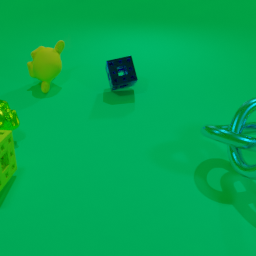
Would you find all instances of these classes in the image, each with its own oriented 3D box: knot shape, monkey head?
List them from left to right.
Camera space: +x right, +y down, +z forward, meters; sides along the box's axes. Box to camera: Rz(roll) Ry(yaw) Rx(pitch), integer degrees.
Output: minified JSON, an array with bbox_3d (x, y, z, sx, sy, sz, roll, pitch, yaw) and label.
[{"bbox_3d":[-3.429,-0.115,7.213,1.626,1.170,0.980,45,54,3],"label":"monkey head"},{"bbox_3d":[-2.732,-2.142,9.780,1.123,1.864,1.341,20,1,25],"label":"monkey head"},{"bbox_3d":[2.471,0.141,6.048,1.784,0.881,1.906,7,46,31],"label":"knot shape"}]

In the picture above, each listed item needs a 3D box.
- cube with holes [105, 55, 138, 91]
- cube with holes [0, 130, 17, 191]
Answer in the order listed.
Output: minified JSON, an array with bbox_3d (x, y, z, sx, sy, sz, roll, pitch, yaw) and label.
[{"bbox_3d":[-0.236,-1.802,9.335,0.839,0.839,0.839,-14,-2,-8],"label":"cube with holes"},{"bbox_3d":[-3.037,0.671,5.815,0.981,0.981,0.981,3,24,2],"label":"cube with holes"}]
